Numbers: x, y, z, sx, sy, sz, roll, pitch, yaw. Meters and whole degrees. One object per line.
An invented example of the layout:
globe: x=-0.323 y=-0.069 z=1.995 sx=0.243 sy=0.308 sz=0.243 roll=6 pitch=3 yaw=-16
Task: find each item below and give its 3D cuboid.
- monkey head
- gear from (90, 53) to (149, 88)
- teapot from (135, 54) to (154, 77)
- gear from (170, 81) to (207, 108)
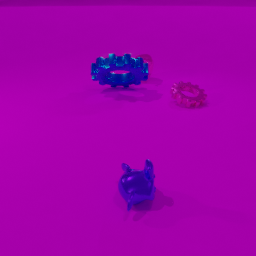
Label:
monkey head: x=0.142 y=0.886 z=4.731 sx=0.635 sy=0.758 sz=1.053 roll=-4 pitch=36 yaw=-5
gear: x=-0.285 y=-1.943 z=9.746 sx=1.997 sy=0.369 sz=1.997 roll=-1 pitch=-14 yaw=0
teapot: x=0.537 y=-2.496 z=11.255 sx=0.819 sy=1.040 sz=1.673 roll=7 pitch=-7 yaw=-20
gear: x=1.966 y=-1.106 z=9.124 sx=1.172 sy=0.217 sz=1.172 roll=7 pitch=42 yaw=-6
